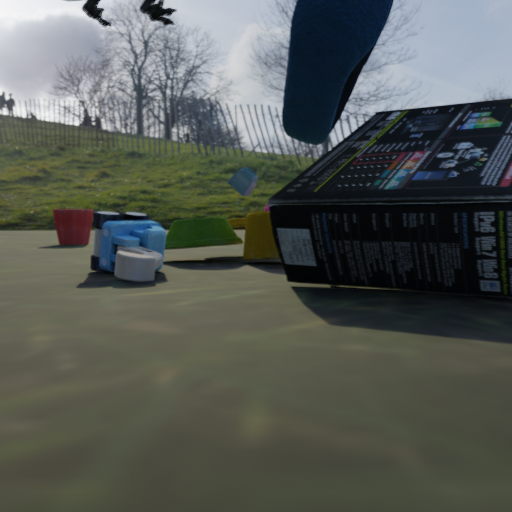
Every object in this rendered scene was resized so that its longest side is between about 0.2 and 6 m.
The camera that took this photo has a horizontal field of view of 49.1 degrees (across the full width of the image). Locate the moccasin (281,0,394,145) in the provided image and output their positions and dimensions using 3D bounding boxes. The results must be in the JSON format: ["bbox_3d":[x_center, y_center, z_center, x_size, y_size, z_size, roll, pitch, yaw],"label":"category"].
[{"bbox_3d":[1.000,-3.042,7.736,1.329,1.126,3.302,25,-34,-2],"label":"moccasin"}]

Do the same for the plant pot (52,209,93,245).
[{"bbox_3d":[-4.259,-0.669,13.077,0.935,0.827,0.935,-1,3,0],"label":"plant pot"}]

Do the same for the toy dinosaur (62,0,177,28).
[{"bbox_3d":[-1.125,-2.394,4.891,1.957,0.862,0.464,-13,-26,13],"label":"toy dinosaur"}]

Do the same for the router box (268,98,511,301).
[{"bbox_3d":[1.462,-0.591,4.511,1.783,0.739,2.379,2,29,34],"label":"router box"}]

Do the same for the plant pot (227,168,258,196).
[{"bbox_3d":[-0.275,-1.817,13.448,0.537,0.547,0.536,41,18,9],"label":"plant pot"}]

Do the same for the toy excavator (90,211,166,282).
[{"bbox_3d":[-1.118,-0.054,5.268,1.174,0.586,1.141,13,11,33],"label":"toy excavator"}]

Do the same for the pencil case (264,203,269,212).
[{"bbox_3d":[1.388,-0.858,13.274,2.514,1.178,1.141,0,-16,-5],"label":"pencil case"}]

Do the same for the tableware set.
[{"bbox_3d":[0.724,-0.291,8.452,3.018,0.687,4.479,-3,2,24],"label":"tableware set"}]
